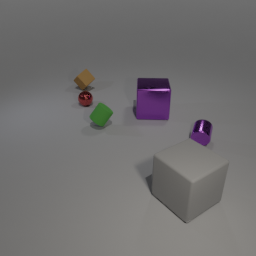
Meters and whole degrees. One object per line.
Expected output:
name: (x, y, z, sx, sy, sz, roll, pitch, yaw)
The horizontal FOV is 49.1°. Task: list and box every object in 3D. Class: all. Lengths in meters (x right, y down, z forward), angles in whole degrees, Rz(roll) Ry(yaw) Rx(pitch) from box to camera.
cube: (1.079, -1.287, 12.190, 1.400, 1.400, 1.400, 1, 30, 2)
ball: (-1.986, -1.381, 13.086, 0.700, 0.700, 0.700, 0, 30, 0)
cylinder: (-1.059, -0.534, 11.147, 0.700, 0.700, 0.700, 36, 12, -9)
cube: (1.624, 1.352, 7.556, 1.400, 1.400, 1.400, -20, 35, -31)
cylinder: (2.695, 0.165, 10.220, 0.700, 0.700, 0.700, 10, 44, 17)
cube: (-2.278, -2.526, 14.593, 0.700, 0.700, 0.700, -48, 12, -28)
